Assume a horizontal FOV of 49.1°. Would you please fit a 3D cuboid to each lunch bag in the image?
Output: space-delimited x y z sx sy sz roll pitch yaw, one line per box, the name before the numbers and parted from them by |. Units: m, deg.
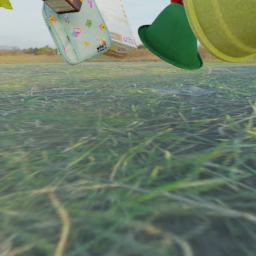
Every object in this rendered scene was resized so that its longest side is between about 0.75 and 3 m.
lunch bag | -1.352 -2.595 7.339 1.456 1.816 0.700 -30 17 -19

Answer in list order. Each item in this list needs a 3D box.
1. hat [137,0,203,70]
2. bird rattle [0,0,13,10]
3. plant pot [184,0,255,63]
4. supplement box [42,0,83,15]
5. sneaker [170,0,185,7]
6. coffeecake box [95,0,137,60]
hat | 1.464 -2.980 7.161 2.365 2.082 1.959 27 39 -6
bird rattle | -3.195 -2.616 5.728 1.205 0.832 1.478 0 31 41
plant pot | 2.166 -1.999 3.595 2.137 2.137 1.965 -9 12 -29
supplement box | -1.585 -3.122 5.603 0.681 0.877 1.590 10 -8 32
sneaker | 2.604 -3.767 7.841 2.966 1.590 0.991 0 34 -5
coffeecake box | -0.934 -4.077 10.514 0.950 2.600 1.996 -27 -17 39
